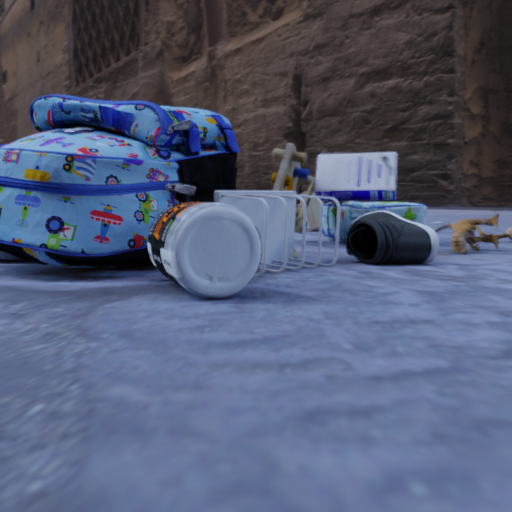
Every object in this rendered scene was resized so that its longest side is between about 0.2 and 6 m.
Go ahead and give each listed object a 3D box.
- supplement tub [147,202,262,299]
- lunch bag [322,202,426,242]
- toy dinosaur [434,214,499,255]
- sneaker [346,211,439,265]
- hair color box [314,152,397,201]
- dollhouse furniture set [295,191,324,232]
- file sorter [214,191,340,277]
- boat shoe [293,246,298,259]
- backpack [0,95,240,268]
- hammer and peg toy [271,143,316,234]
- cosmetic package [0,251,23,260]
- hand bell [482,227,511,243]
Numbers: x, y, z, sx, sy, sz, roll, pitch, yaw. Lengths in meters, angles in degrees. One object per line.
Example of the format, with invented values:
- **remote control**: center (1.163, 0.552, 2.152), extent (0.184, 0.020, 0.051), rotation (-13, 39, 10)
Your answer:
- **supplement tub**: center (-0.652, -0.114, 6.293), extent (0.989, 0.989, 1.614), rotation (-3, 6, -22)
- **lunch bag**: center (2.592, -0.756, 12.385), extent (1.802, 0.924, 2.242), rotation (-3, 7, -17)
- **toy dinosaur**: center (4.027, -0.519, 10.763), extent (1.127, 0.641, 2.121), rotation (2, 12, 14)
- **sneaker**: center (1.841, -0.352, 9.212), extent (1.122, 0.800, 2.262), rotation (3, 9, -21)
- **hair color box**: center (2.191, -1.718, 12.243), extent (1.712, 0.936, 0.555), rotation (1, -21, 17)
- **dollhouse furniture set**: center (1.253, -1.081, 16.710), extent (1.486, 1.126, 1.695), rotation (-6, -13, -43)
- **file sorter**: center (0.304, -0.336, 7.917), extent (1.607, 1.115, 1.001), rotation (-6, 12, -44)
- **boat shoe**: center (0.003, -0.297, 9.503), extent (1.686, 0.548, 0.608), rotation (17, 15, 42)
- **backpack**: center (-2.336, -1.128, 8.388), extent (3.246, 2.392, 3.556), rotation (13, 16, 31)
- **hammer and peg toy**: center (0.701, -1.329, 11.904), extent (0.711, 1.483, 2.016), rotation (13, -15, 17)
- **cosmetic package**: center (-4.263, -0.235, 9.265), extent (1.335, 0.542, 0.753), rotation (7, 3, 40)
- **hand bell**: center (5.498, -0.442, 12.453), extent (0.982, 0.511, 0.511), rotation (-14, 8, -8)
